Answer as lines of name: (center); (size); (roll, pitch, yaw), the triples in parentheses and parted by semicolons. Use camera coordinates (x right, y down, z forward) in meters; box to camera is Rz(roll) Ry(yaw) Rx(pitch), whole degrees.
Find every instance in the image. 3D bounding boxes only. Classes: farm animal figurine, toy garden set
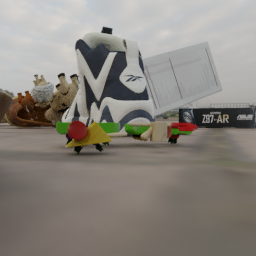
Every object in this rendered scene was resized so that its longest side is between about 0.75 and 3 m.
farm animal figurine: (-1.391, -0.530, 5.944); (1.616, 0.842, 1.598); (-14, -7, -38)
toy garden set: (-0.008, 0.064, 2.103); (1.031, 0.206, 0.859); (0, 0, -10)

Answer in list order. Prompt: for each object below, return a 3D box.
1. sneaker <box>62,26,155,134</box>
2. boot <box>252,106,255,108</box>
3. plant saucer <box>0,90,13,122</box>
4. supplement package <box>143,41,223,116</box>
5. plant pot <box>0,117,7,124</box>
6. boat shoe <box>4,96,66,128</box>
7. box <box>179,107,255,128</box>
sneaker: (-0.451, -0.721, 4.534); (0.977, 1.592, 2.447); (-1, 2, -23)
boot: (4.360, -0.494, 10.672); (2.067, 0.825, 2.274); (-15, -11, 23)
plant saucer: (-1.255, 0.046, 0.488); (1.960, 0.314, 1.960); (-1, 2, 0)
supplement package: (1.115, -1.375, 8.524); (2.887, 1.642, 1.581); (-21, 5, -27)
plant pot: (-4.638, -0.353, 10.525); (2.524, 0.347, 2.524); (-6, 4, 0)
boat shoe: (-1.759, -0.477, 7.682); (2.978, 1.072, 1.006); (-8, 11, -29)
box: (2.875, -0.299, 8.490); (2.007, 0.545, 2.506); (1, 2, 30)
